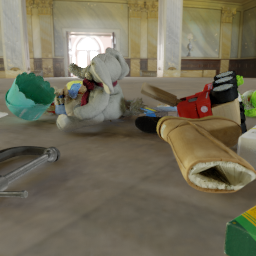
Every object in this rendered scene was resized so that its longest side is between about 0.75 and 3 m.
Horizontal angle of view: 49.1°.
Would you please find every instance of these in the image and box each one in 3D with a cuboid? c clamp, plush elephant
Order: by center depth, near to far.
[{"bbox_3d":[-2.005,0.714,4.910,1.971,0.312,2.307,-2,13,14],"label":"c clamp"},{"bbox_3d":[-0.866,-1.226,8.129,2.620,2.029,2.158,-8,16,16],"label":"plush elephant"}]

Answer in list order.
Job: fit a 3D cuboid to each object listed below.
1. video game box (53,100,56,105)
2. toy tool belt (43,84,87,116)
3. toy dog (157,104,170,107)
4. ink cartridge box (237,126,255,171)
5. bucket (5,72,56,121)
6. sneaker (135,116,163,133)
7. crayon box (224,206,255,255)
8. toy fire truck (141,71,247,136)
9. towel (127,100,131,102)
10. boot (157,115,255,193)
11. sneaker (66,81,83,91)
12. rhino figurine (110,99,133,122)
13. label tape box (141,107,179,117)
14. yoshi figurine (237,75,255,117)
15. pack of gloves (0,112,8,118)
[{"bbox_3d":[-3.088,-1.345,13.795,1.631,0.382,1.486,-3,10,-15],"label":"video game box"},{"bbox_3d":[-2.377,-1.170,10.884,2.089,1.284,1.304,5,14,23],"label":"toy tool belt"},{"bbox_3d":[1.147,-0.579,10.526,0.951,0.458,0.627,-20,22,-17],"label":"toy dog"},{"bbox_3d":[2.852,0.409,5.201,1.185,0.681,1.632,9,16,35],"label":"ink cartridge box"},{"bbox_3d":[-3.377,-1.068,9.657,1.549,1.008,1.549,32,32,-23],"label":"bucket"},{"bbox_3d":[1.060,-0.108,8.113,1.593,0.478,0.831,7,12,17],"label":"sneaker"},{"bbox_3d":[1.805,1.166,2.520,0.965,0.386,1.519,-10,16,-38],"label":"crayon box"},{"bbox_3d":[1.738,-0.684,7.924,2.695,1.734,2.372,-13,17,25],"label":"toy fire truck"},{"bbox_3d":[-0.422,-1.173,13.422,1.309,0.194,1.785,3,11,6],"label":"towel"},{"bbox_3d":[1.678,0.423,5.262,2.047,0.773,2.338,0,17,-8],"label":"boot"},{"bbox_3d":[-1.934,-1.993,15.740,2.953,1.118,1.551,-7,31,-22],"label":"sneaker"},{"bbox_3d":[-0.353,-0.773,10.412,0.989,0.676,2.262,-10,16,-8],"label":"rhino figurine"},{"bbox_3d":[1.090,-0.411,9.391,1.462,0.483,1.047,-6,13,-17],"label":"label tape box"},{"bbox_3d":[4.373,-1.123,10.722,2.734,1.537,1.531,1,28,-8],"label":"yoshi figurine"},{"bbox_3d":[-5.033,-0.066,8.434,1.781,0.418,2.120,8,21,12],"label":"pack of gloves"}]
